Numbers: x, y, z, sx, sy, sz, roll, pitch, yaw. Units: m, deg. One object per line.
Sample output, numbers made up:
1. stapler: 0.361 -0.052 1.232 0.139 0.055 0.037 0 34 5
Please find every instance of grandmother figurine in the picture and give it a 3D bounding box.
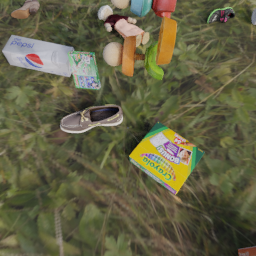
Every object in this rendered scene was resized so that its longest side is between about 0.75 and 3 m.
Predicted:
1. grandmother figurine: -0.306 -3.663 9.953 1.309 0.654 2.158 -25 59 -42

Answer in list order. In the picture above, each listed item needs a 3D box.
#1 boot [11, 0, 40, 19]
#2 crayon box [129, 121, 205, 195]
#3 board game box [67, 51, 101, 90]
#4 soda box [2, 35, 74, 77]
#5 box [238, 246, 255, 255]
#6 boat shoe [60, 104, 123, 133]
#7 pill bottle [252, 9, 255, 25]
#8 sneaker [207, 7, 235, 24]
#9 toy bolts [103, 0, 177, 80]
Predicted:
1. boot: -3.837 -4.504 10.525 1.031 0.362 0.754 -8 57 -4
2. crayon box: 1.059 0.794 7.758 1.581 0.461 1.364 35 68 16
3. board game box: -0.903 -1.191 5.850 0.558 0.829 0.121 8 44 16
4. soda box: -2.871 -2.364 9.212 2.201 0.698 0.751 13 64 7
5. box: 3.221 3.683 5.767 1.113 1.420 2.283 1 63 0
6. boat shoe: -1.092 -0.314 8.260 1.889 0.562 0.679 -8 64 -4
7. pill bottle: 5.063 -4.027 10.136 0.980 0.546 0.546 1 63 0
8. sneaker: 3.421 -4.077 10.228 1.142 0.438 0.478 -24 62 -10
9. toy bolts: 0.224 -2.343 6.323 1.523 2.097 2.195 8 93 0
